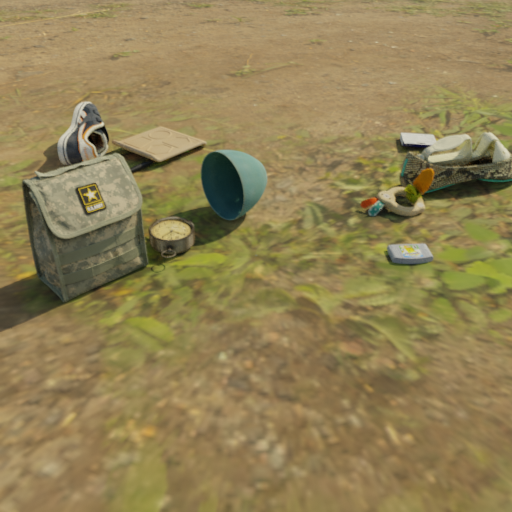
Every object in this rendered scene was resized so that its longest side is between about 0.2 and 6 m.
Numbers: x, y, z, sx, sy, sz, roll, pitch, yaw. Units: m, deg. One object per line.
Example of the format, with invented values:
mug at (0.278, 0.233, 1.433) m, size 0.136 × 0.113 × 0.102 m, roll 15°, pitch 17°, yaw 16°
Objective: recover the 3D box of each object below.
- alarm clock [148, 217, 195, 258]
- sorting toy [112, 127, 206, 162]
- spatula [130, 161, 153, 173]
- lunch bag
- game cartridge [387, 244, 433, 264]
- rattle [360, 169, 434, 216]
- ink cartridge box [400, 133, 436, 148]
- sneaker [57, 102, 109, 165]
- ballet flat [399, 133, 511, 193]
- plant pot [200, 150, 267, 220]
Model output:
alarm clock at (-1.468, -0.277, 9.682) m, size 0.788 × 0.389 × 1.168 m, roll 1°, pitch 32°, yaw -2°
sorting toy at (-2.309, -2.649, 13.437) m, size 1.592 × 0.314 × 1.720 m, roll 25°, pitch 36°, yaw 33°
spatula at (-2.986, -1.820, 12.211) m, size 1.728 × 0.178 × 0.488 m, roll -24°, pitch 21°, yaw -37°
lunch bag at (-2.627, -0.525, 8.670) m, size 1.573 × 1.918 × 1.128 m, roll -26°, pitch 41°, yaw -35°
game cartridge at (2.631, -0.033, 9.561) m, size 0.700 × 0.142 × 0.467 m, roll -3°, pitch 37°, yaw -4°
rattle at (2.701, -1.211, 10.715) m, size 1.206 × 0.861 × 0.785 m, roll 5°, pitch 62°, yaw -8°
ink cartridge box at (3.967, -2.785, 13.690) m, size 0.810 × 0.179 × 0.825 m, roll 5°, pitch 32°, yaw 5°
sneaker at (-3.899, -2.897, 13.253) m, size 0.907 × 0.896 × 2.285 m, roll -2°, pitch 44°, yaw 4°
ballet flat at (4.394, -2.000, 11.660) m, size 2.945 × 1.109 × 0.999 m, roll -9°, pitch 34°, yaw -14°
plant pot at (-0.317, -1.431, 10.624) m, size 0.883 × 1.312 × 1.312 m, roll -24°, pitch 40°, yaw -35°
